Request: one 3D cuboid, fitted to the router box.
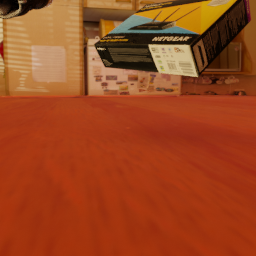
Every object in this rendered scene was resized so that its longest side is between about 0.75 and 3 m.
[{"bbox_3d":[0.878,-2.108,6.236,2.823,0.721,2.105,17,54,45],"label":"router box"}]

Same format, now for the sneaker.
[{"bbox_3d":[-3.700,-3.926,8.381,2.679,1.011,1.524,10,37,24],"label":"sneaker"}]
